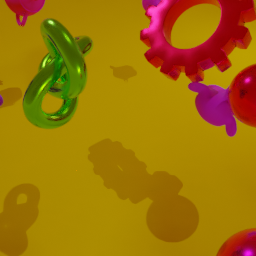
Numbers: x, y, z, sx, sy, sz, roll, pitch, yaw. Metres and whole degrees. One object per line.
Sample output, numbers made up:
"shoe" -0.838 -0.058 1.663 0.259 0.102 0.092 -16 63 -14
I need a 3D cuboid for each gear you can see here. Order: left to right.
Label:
"gear" 1.238 -1.926 5.264 2.095 0.388 2.095 -8 75 31

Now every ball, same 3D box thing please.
"ball" 2.222 -0.536 4.641 1.085 1.085 1.085 0 47 0
"ball" 1.509 1.682 3.061 1.117 1.117 1.117 0 47 0

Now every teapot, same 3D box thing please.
"teapot" -2.615 -3.518 7.297 0.849 1.734 1.078 25 13 33

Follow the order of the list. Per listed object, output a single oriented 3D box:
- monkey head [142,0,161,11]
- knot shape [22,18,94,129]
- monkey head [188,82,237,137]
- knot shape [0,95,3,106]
"monkey head" 0.816 -3.961 8.543 0.746 0.890 1.237 -20 61 -18
"knot shape" -1.080 -0.746 4.353 0.795 1.610 1.720 14 10 -13
"monkey head" 1.814 -0.523 5.442 1.310 0.943 0.790 51 47 3
"knot shape" -2.588 -0.884 4.464 1.348 1.261 0.623 22 53 -25
